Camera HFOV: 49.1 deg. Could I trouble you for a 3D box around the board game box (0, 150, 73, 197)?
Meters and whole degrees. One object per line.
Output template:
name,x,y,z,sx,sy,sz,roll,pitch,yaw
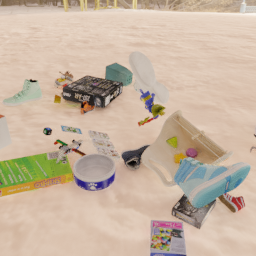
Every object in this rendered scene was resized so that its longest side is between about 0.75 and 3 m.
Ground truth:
board game box,-3.107,1.327,8.101,2.819,0.423,1.347,-7,29,-19

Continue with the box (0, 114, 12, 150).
box,-5.267,0.366,9.072,1.435,1.125,2.308,16,33,27

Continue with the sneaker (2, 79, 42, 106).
sneaker,-4.934,-1.702,12.906,1.834,1.082,0.675,-21,36,-31

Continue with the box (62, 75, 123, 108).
box,-1.576,-1.783,13.193,2.031,0.552,2.536,13,26,12

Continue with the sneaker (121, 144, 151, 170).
sneaker,0.423,0.901,8.722,1.189,0.452,0.859,-15,20,-7

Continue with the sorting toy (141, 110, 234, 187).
sorting toy,1.537,0.829,8.401,2.001,1.188,2.223,-29,50,-19

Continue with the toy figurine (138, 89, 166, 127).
toy figurine,0.541,-0.743,8.891,0.955,1.085,1.811,-26,-4,1

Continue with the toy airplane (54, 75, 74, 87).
toy airplane,-3.344,-2.398,14.582,0.982,0.696,0.986,-3,28,-6

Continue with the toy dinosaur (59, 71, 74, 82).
toy dinosaur,-3.362,-2.923,15.808,1.150,0.494,0.780,26,31,29

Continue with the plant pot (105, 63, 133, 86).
plant pot,-0.440,-2.838,15.196,1.321,0.933,0.933,25,37,26

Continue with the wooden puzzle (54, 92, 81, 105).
wooden puzzle,-2.423,-1.377,13.063,2.127,0.249,1.435,-3,28,-20

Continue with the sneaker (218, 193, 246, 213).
sneaker,2.683,1.824,7.295,0.449,0.284,0.798,-16,40,-19

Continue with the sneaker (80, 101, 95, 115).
sneaker,-1.740,-0.954,12.126,0.357,0.516,0.921,11,31,20

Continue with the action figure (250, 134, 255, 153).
action figure,4.672,0.672,9.018,1.313,0.710,1.358,11,30,37

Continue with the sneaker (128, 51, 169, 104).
sneaker,0.535,-1.750,10.461,1.079,2.438,0.918,2,52,43

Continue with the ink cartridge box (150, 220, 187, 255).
ink cartridge box,0.854,2.547,6.027,0.761,0.267,1.275,2,30,4

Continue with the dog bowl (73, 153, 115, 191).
dog bowl,-0.965,1.262,8.122,1.206,0.475,1.206,0,29,0

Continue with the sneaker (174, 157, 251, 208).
sneaker,2.122,1.113,7.377,2.046,0.814,1.336,-18,40,-25

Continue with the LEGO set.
LEGO set,-1.595,0.550,9.231,2.339,0.574,1.747,11,22,-26

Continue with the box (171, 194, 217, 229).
box,1.664,1.989,7.040,0.778,0.237,0.982,20,35,32
